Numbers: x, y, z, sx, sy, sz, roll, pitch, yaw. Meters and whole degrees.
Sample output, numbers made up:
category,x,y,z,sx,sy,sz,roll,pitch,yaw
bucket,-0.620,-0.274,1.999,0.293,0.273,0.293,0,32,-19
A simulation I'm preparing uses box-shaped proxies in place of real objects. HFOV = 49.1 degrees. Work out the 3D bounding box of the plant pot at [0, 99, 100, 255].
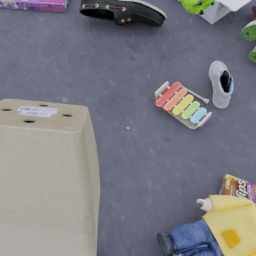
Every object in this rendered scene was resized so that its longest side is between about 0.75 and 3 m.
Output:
category,x,y,z,sx,sy,sz,roll,pitch,yaw
plant pot,-1.333,0.585,4.060,1.943,1.722,1.945,5,19,-5

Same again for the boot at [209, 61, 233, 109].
category,x,y,z,sx,sy,sz,roll,pitch,yaw
boot,2.573,-1.356,7.562,0.583,0.758,1.586,2,62,1

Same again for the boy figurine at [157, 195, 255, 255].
category,x,y,z,sx,sy,sz,roll,pitch,yaw
boy figurine,2.109,2.129,5.467,2.897,0.933,1.801,-20,64,1

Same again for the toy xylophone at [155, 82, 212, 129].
category,x,y,z,sx,sy,sz,roll,pitch,yaw
toy xylophone,1.487,-0.669,7.408,1.556,0.391,1.139,31,66,15

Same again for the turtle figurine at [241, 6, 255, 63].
category,x,y,z,sx,sy,sz,roll,pitch,yaw
turtle figurine,4.538,-3.049,7.888,2.531,1.821,2.454,35,72,21

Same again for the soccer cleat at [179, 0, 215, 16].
category,x,y,z,sx,sy,sz,roll,pitch,yaw
soccer cleat,1.954,-3.133,5.795,1.977,0.668,0.801,-32,62,3

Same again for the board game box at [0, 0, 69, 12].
category,x,y,z,sx,sy,sz,roll,pitch,yaw
board game box,-3.274,-4.690,9.569,2.630,0.425,1.579,6,58,3

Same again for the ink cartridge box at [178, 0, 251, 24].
category,x,y,z,sx,sy,sz,roll,pitch,yaw
ink cartridge box,2.748,-4.461,9.125,1.558,0.897,2.690,-37,68,-18

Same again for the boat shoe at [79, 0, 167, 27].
category,x,y,z,sx,sy,sz,roll,pitch,yaw
boat shoe,-0.171,-3.572,8.715,2.706,0.990,0.848,16,90,1

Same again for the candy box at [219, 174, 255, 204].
category,x,y,z,sx,sy,sz,roll,pitch,yaw
candy box,2.640,1.560,6.274,1.119,0.316,0.653,20,65,12
